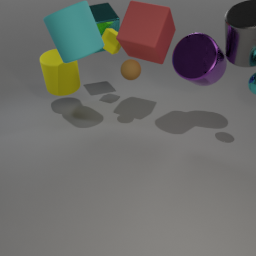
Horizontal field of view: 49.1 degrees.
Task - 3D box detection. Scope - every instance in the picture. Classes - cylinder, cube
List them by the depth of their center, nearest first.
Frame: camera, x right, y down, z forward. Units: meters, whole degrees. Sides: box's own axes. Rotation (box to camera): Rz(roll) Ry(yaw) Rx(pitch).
[{"bbox_3d":[3.601,-2.767,8.253,1.400,1.400,1.400,-10,50,13],"label":"cylinder"},{"bbox_3d":[-1.613,-2.889,8.480,1.400,1.400,1.400,-19,23,9],"label":"cylinder"},{"bbox_3d":[2.277,-2.109,8.850,1.400,1.400,1.400,17,8,28],"label":"cylinder"},{"bbox_3d":[0.652,-3.200,9.493,1.400,1.400,1.400,19,-4,20],"label":"cube"},{"bbox_3d":[-0.618,-3.366,10.874,0.700,0.700,0.700,34,24,1],"label":"cube"},{"bbox_3d":[-2.687,-2.242,11.240,1.400,1.400,1.400,-1,42,0],"label":"cylinder"},{"bbox_3d":[-1.230,-4.220,11.854,1.400,1.400,1.400,-17,54,-15],"label":"cube"}]

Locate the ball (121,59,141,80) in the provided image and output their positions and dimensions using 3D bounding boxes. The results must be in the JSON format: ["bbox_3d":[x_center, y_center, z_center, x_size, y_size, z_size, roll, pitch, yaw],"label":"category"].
[{"bbox_3d":[0.097,-1.964,9.457,0.700,0.700,0.700,0,29,0],"label":"ball"}]

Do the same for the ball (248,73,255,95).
[{"bbox_3d":[3.837,-1.288,8.076,0.700,0.700,0.700,0,29,0],"label":"ball"}]
